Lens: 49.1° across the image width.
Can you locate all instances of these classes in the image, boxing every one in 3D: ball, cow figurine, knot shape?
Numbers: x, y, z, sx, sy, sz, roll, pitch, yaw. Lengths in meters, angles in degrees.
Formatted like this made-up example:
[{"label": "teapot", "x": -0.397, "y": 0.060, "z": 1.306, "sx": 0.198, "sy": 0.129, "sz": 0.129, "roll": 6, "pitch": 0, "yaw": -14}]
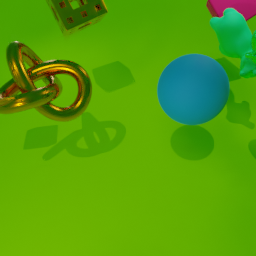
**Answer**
[{"label": "ball", "x": 1.193, "y": -0.703, "z": 5.188, "sx": 1.297, "sy": 1.297, "sz": 1.297, "roll": 0, "pitch": 46, "yaw": 0}, {"label": "cow figurine", "x": 2.757, "y": -2.030, "z": 6.820, "sx": 0.910, "sy": 1.658, "sz": 1.631, "roll": -31, "pitch": 31, "yaw": 12}, {"label": "knot shape", "x": -1.802, "y": -0.977, "z": 5.599, "sx": 1.928, "sy": 0.891, "sz": 1.805, "roll": -12, "pitch": 59, "yaw": -35}]

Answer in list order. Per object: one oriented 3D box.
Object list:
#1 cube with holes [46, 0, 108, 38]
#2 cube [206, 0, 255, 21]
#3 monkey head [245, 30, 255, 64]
[{"label": "cube with holes", "x": -1.381, "y": -3.209, "z": 7.283, "sx": 1.149, "sy": 1.149, "sz": 1.149, "roll": -28, "pitch": 15, "yaw": -9}, {"label": "cube", "x": 2.942, "y": -3.386, "z": 7.820, "sx": 1.077, "sy": 1.077, "sz": 1.077, "roll": -31, "pitch": 6, "yaw": 18}, {"label": "monkey head", "x": 3.004, "y": -1.632, "z": 5.696, "sx": 1.073, "sy": 0.899, "sz": 1.492, "roll": 37, "pitch": 27, "yaw": 11}]
